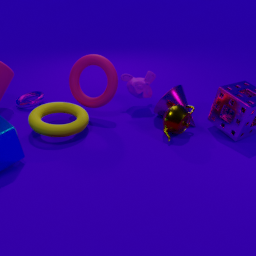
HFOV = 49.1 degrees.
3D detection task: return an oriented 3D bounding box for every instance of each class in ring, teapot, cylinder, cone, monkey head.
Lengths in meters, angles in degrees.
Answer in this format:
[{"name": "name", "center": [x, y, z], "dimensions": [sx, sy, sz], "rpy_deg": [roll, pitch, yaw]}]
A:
[{"name": "ring", "center": [-3.548, -1.040, 10.196], "dimensions": [1.054, 0.211, 1.054], "rpy_deg": [-9, 33, 6]}, {"name": "teapot", "center": [1.452, -0.176, 8.206], "dimensions": [0.716, 0.909, 1.463], "rpy_deg": [32, 66, 32]}, {"name": "cylinder", "center": [-4.630, -1.542, 9.201], "dimensions": [1.271, 1.271, 1.271], "rpy_deg": [14, 72, 23]}, {"name": "cone", "center": [1.714, -0.488, 8.968], "dimensions": [1.269, 1.269, 1.274], "rpy_deg": [-27, 67, -38]}, {"name": "monkey head", "center": [0.485, -1.526, 9.722], "dimensions": [1.418, 1.020, 0.854], "rpy_deg": [29, 8, -27]}, {"name": "ring", "center": [-1.133, -1.501, 9.063], "dimensions": [1.722, 1.722, 0.344], "rpy_deg": [10, 10, 18]}, {"name": "ring", "center": [-2.071, -0.284, 8.438], "dimensions": [1.772, 0.354, 1.772], "rpy_deg": [5, 31, -3]}]

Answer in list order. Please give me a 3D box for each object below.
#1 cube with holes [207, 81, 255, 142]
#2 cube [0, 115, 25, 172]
[{"name": "cube with holes", "center": [3.324, -0.532, 8.273], "dimensions": [1.168, 1.168, 1.168], "rpy_deg": [-16, 43, -28]}, {"name": "cube", "center": [-3.303, 0.382, 6.789], "dimensions": [1.001, 1.001, 1.001], "rpy_deg": [31, 49, 33]}]
